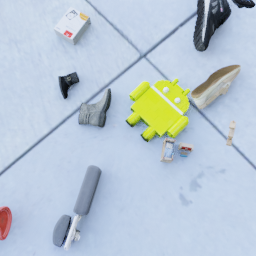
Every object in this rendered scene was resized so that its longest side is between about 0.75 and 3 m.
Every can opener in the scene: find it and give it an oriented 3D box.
[{"bbox_3d":[-1.668,2.596,9.312,0.955,0.757,2.874,20,77,5],"label":"can opener"}]

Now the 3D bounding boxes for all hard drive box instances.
[{"bbox_3d":[-2.186,-4.037,11.098,0.930,0.458,1.194,30,78,8],"label":"hard drive box"}]

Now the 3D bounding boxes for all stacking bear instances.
[{"bbox_3d":[-4.801,3.039,9.148,1.681,1.021,0.956,-4,36,9],"label":"stacking bear"}]

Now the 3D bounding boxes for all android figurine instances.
[{"bbox_3d":[1.186,-0.747,10.272,2.547,0.523,2.318,-43,80,-8],"label":"android figurine"}]

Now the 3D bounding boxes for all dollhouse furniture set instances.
[{"bbox_3d":[1.727,0.851,9.751,1.049,0.735,0.739,10,76,2],"label":"dollhouse furniture set"}]

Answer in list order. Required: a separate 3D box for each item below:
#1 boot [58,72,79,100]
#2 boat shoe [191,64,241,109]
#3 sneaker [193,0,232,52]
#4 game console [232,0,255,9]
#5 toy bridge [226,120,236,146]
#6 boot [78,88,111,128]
[{"bbox_3d":[-2.186,-1.611,10.539,0.758,0.382,1.014,-12,76,-3],"label":"boot"},{"bbox_3d":[3.338,-1.561,10.404,2.251,0.812,0.731,-38,115,-13],"label":"boat shoe"},{"bbox_3d":[3.389,-4.327,10.875,1.311,1.134,2.995,11,76,-3],"label":"sneaker"},{"bbox_3d":[3.153,-4.205,8.334,1.309,0.268,2.219,-6,53,-10],"label":"game console"},{"bbox_3d":[3.019,0.093,8.146,0.163,1.196,0.402,15,65,22],"label":"toy bridge"},{"bbox_3d":[-1.241,-0.818,10.298,1.050,0.544,1.607,12,75,9],"label":"boot"}]
